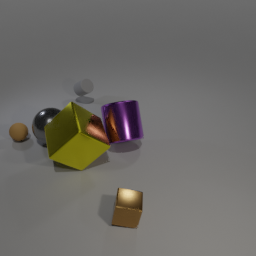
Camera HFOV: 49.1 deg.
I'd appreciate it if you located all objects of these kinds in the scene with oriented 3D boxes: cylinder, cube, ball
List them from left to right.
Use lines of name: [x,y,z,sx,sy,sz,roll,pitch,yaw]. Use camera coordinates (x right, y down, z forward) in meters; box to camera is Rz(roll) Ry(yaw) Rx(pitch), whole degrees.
ball: [-4.200,0.143,10.769,0.700,0.700,0.700,0,32,0]
ball: [-2.864,-0.065,10.486,1.400,1.400,1.400,0,32,0]
cube: [-1.670,0.290,9.124,1.400,1.400,1.400,31,27,-44]
cylinder: [-2.096,-1.910,13.199,0.700,0.700,0.700,-31,12,-40]
cylinder: [-0.207,-0.198,10.240,1.400,1.400,1.400,-9,-2,0]
cube: [-0.013,2.134,7.478,0.700,0.700,0.700,11,32,-2]
